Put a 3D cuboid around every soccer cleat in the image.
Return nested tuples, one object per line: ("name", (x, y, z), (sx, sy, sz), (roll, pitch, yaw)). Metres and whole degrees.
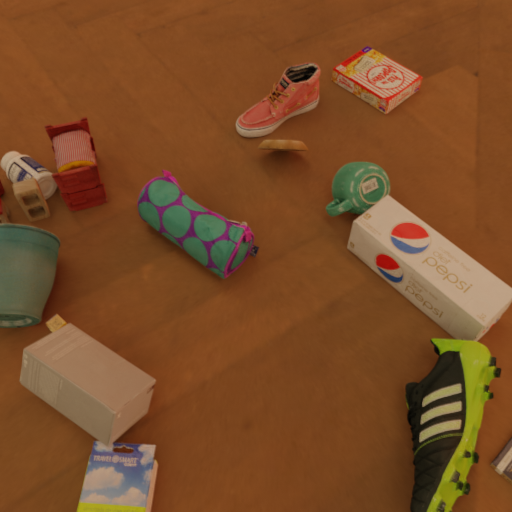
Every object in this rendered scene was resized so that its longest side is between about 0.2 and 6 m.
("soccer cleat", (2.744, 2.599, 8.460), (1.202, 1.002, 2.967), (7, 57, 38))

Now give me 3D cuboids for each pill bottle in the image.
("pill bottle", (-4.674, -1.666, 11.461), (1.157, 0.643, 0.643), (35, 62, 22))

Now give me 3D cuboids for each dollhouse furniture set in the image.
("dollhouse furniture set", (-4.466, -1.565, 11.093), (2.752, 1.119, 1.481), (-17, 57, -11))

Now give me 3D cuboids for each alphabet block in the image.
("alphabet block", (-3.443, 1.220, 9.718), (0.260, 0.254, 0.256), (36, 65, 23))

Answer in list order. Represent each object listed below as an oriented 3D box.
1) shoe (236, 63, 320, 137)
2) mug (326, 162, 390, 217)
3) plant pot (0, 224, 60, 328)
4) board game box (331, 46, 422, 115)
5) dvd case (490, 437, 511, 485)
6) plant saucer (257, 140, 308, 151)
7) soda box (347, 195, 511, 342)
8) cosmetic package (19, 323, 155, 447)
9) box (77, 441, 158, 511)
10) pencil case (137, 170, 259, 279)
("shoe", (0.493, -3.520, 12.501), (2.218, 1.009, 0.793), (-29, 60, -19))
("mug", (2.036, -1.210, 10.851), (1.008, 0.759, 1.227), (19, 92, -20))
("plant pot", (-4.196, 0.423, 9.592), (1.569, 1.569, 1.474), (-5, 71, -3))
("board game box", (2.863, -4.211, 13.346), (1.285, 0.393, 1.697), (-39, 64, -23))
("dvd case", (4.641, 3.304, 8.352), (1.342, 0.144, 1.805), (-38, 63, -23))
("plant saucer", (0.563, -2.318, 11.737), (1.081, 1.081, 0.191), (3, 99, 2))
("soda box", (3.022, 0.229, 9.990), (0.981, 0.917, 2.880), (-36, 62, -22))
("cosmetic package", (-2.613, 1.953, 8.695), (1.878, 0.847, 1.003), (32, 31, 18))
("box", (-2.012, 3.557, 8.024), (0.999, 0.390, 1.638), (3, 56, 2))
("pencil case", (-1.121, -0.592, 10.452), (2.347, 0.999, 1.084), (33, 100, 20))
